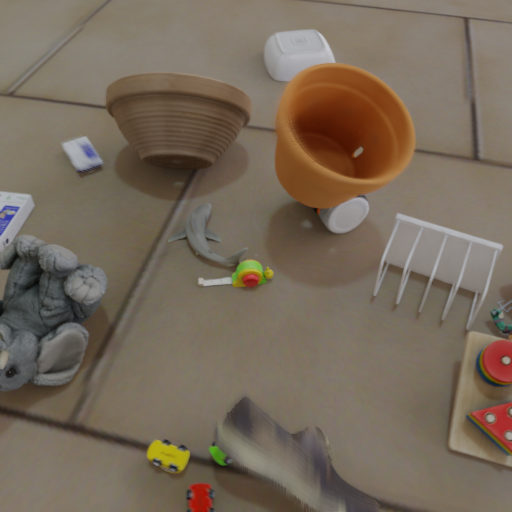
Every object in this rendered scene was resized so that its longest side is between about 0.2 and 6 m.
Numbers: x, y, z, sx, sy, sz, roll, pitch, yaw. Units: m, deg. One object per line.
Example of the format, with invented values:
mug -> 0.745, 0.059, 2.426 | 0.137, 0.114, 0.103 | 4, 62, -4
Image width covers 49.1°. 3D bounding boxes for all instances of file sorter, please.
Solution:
file sorter -> 3.174, 0.320, 10.085 | 1.877, 1.303, 1.169 | 20, 53, 18

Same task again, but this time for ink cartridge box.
ink cartridge box -> -4.102, -2.357, 13.277 | 0.607, 0.239, 1.220 | -23, 50, -20
ink cartridge box -> -5.432, -0.579, 11.535 | 0.945, 0.373, 1.901 | 8, 46, 7

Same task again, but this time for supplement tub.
supplement tub -> 1.559, -1.340, 11.805 | 1.007, 1.007, 1.643 | -18, 49, -16

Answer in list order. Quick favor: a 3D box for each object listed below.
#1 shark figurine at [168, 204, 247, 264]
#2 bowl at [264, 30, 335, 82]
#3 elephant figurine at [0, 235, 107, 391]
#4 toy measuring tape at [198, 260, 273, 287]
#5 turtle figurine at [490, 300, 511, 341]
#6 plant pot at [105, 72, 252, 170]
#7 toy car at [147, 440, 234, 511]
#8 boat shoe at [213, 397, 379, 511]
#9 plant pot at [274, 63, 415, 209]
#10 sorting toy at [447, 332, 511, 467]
shark figurine -> -1.048, -0.429, 11.117 | 1.182, 0.825, 1.978 | -23, 49, -18
bowl -> 1.239, -5.897, 16.240 | 1.984, 0.741, 1.981 | -7, 47, -4
elephant figurine -> -3.730, 1.262, 8.938 | 2.035, 2.231, 2.876 | 3, 65, 51
toy measuring tape -> -0.391, 0.337, 10.594 | 1.440, 0.530, 0.530 | -3, 47, -3
turtle figurine -> 4.431, 1.324, 9.434 | 1.488, 1.114, 0.749 | -45, 103, -20
plant pot -> -1.716, -2.767, 12.365 | 3.181, 3.181, 1.468 | 3, 88, 2
toy car -> -0.691, 3.056, 8.183 | 1.383, 0.328, 1.470 | -29, 54, -25
boat shoe -> 0.641, 2.761, 7.635 | 2.477, 0.922, 0.908 | 29, 79, 1
plant pot -> 1.364, -1.976, 10.232 | 2.454, 1.717, 2.454 | 7, 66, -15
sorting toy -> 3.996, 2.182, 8.326 | 1.849, 0.647, 1.860 | 13, 71, 12
